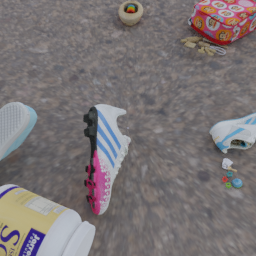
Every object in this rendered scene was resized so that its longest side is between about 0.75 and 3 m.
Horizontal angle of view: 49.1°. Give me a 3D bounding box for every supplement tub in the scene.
[{"bbox_3d":[-1.681,1.953,5.050,1.871,1.360,1.360,19,54,12],"label":"supplement tub"}]

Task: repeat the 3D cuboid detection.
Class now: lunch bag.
[{"bbox_3d":[3.408,-4.083,10.030,2.381,0.976,2.097,-30,60,-25],"label":"lunch bag"}]

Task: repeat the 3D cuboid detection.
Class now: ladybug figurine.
[{"bbox_3d":[0.107,-4.322,10.569,0.921,0.488,1.356,7,52,5],"label":"ladybug figurine"}]

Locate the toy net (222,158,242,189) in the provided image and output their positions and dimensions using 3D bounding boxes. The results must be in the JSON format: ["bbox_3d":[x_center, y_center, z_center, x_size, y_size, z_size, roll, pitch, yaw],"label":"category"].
[{"bbox_3d":[2.370,1.072,6.590,0.401,0.148,0.764,-18,49,8],"label":"toy net"}]

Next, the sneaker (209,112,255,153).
[{"bbox_3d":[3.028,0.111,7.051,1.826,0.699,0.737,-16,61,-4],"label":"sneaker"}]

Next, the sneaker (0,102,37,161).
[{"bbox_3d":[-2.914,0.415,6.286,2.343,0.960,0.866,-40,80,4],"label":"sneaker"}]

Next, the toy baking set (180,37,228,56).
[{"bbox_3d":[2.580,-2.743,9.446,1.646,0.191,1.263,-22,53,-35],"label":"toy baking set"}]

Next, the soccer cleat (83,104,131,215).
[{"bbox_3d":[-0.385,0.653,6.028,1.013,0.819,2.346,0,88,-23],"label":"soccer cleat"}]
